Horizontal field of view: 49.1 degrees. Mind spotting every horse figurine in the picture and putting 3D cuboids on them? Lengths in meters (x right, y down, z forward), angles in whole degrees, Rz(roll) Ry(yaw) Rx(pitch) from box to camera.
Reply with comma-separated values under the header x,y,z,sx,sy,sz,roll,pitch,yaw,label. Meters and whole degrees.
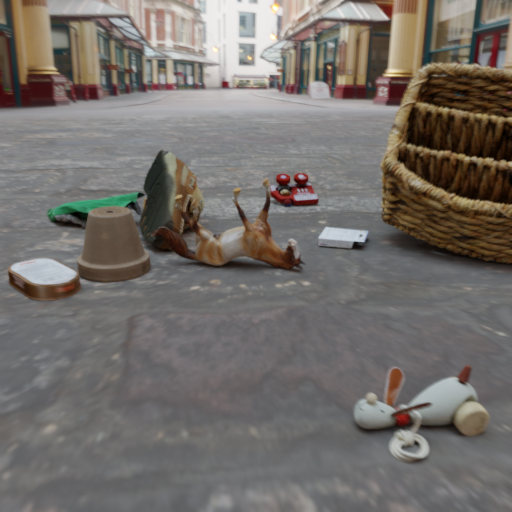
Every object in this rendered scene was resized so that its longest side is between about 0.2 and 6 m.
x,y,z,sx,sy,sz,roll,pitch,yaw,label
-0.527,-0.398,10.186,2.561,1.697,0.639,-10,28,11,horse figurine

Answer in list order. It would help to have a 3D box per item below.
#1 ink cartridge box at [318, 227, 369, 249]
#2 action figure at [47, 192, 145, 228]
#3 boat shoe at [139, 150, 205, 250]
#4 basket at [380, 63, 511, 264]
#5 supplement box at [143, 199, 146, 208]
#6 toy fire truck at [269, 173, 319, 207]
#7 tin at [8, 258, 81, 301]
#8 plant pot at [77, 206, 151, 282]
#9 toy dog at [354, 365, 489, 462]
x,y,z,sx,sy,sz,roll,pitch,yaw,label
1.836,-0.368,11.746,0.950,0.206,0.933,7,18,16,ink cartridge box
-3.859,-1.022,13.020,2.306,0.631,1.362,-1,19,18,action figure
-1.731,-1.254,12.435,1.267,1.298,3.431,26,27,-24,boat shoe
4.473,-1.805,10.784,3.887,2.896,2.774,18,41,25,basket
-2.386,-1.132,13.606,0.484,0.382,0.740,2,15,-33,supplement box
1.000,-1.689,15.069,1.210,0.679,1.016,-4,38,-9,toy fire truck
-3.587,0.368,9.470,0.878,0.328,1.569,-12,22,-43,tin
-2.564,-0.259,10.014,1.293,1.127,1.293,1,19,0,plant pot
1.736,1.445,5.725,1.352,0.651,0.892,-10,21,-27,toy dog
